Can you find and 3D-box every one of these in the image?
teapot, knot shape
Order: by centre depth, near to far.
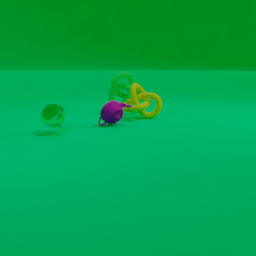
[{"bbox_3d":[-2.170,-0.350,8.165,0.702,0.553,1.129,-30,62,-9],"label":"teapot"},{"bbox_3d":[-0.456,-0.494,9.213,1.284,0.798,0.629,-37,59,-16],"label":"teapot"},{"bbox_3d":[0.393,-0.930,10.373,1.380,0.681,1.474,-29,67,-28],"label":"knot shape"},{"bbox_3d":[-0.032,-1.456,11.513,1.501,1.604,0.741,21,40,-2],"label":"knot shape"}]
